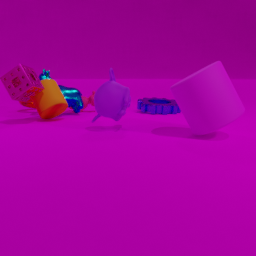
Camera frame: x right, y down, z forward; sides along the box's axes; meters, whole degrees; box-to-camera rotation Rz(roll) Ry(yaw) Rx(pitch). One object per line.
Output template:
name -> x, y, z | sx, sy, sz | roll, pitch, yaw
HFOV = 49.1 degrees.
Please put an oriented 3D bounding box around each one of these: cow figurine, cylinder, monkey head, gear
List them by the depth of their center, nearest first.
cylinder -> 1.824, -0.682, 6.509 | 1.282, 1.282, 1.282 | -29, 5, 3
monkey head -> -0.380, -0.741, 7.262 | 0.905, 1.502, 1.081 | 23, 16, 6
cylinder -> -2.522, -0.907, 8.872 | 0.937, 0.937, 0.937 | -28, -13, -7
cow figurine -> -2.437, -1.298, 9.950 | 1.638, 1.612, 0.899 | -7, -14, -29
gear -> 1.205, -0.871, 10.814 | 1.699, 0.314, 1.699 | 3, 17, -1
cow figurine -> -1.692, -1.058, 10.915 | 1.085, 0.595, 1.067 | 20, 46, 43

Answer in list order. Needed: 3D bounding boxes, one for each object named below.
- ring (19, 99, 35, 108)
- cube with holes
ring -> -3.434, -1.088, 11.180 | 1.755, 0.351, 1.755 | -4, -7, 0
cube with holes -> -3.022, -1.276, 8.068 | 0.729, 0.729, 0.729 | -31, -4, 9
